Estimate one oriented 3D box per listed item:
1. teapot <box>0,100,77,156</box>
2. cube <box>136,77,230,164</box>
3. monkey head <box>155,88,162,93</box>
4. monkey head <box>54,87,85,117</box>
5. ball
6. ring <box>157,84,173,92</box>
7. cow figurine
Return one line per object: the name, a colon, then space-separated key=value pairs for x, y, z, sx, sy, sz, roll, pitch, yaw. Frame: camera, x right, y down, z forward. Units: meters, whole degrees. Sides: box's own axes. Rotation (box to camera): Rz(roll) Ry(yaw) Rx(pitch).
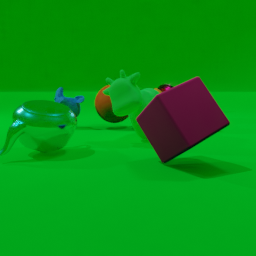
teapot: x=-1.472 y=0.024 z=4.808 sx=1.070 sy=0.842 sz=1.721 roll=22 pitch=22 yaw=26
cube: x=0.754 y=-0.098 z=4.031 sx=0.811 sy=0.811 sz=0.811 roll=-26 pitch=-11 yaw=-27
monkey head: x=0.773 y=-0.521 z=7.399 sx=0.829 sy=0.989 sz=1.375 roll=7 pitch=30 yaw=-44
monkey head: x=-1.717 y=-0.672 z=7.922 sx=0.752 sy=0.897 sz=1.248 roll=13 pitch=-35 yaw=-29
ball: x=-0.383 y=-0.674 z=7.803 sx=1.076 sy=1.076 sz=1.076 roll=0 pitch=8 yaw=0
ring: x=1.157 y=-0.565 z=7.546 sx=0.261 sy=1.305 sz=1.305 roll=-25 pitch=16 yaw=-18
cow figurine: x=0.244 y=-0.567 z=5.922 sx=0.880 sy=1.577 sz=1.603 roll=-24 pitch=17 yaw=26
